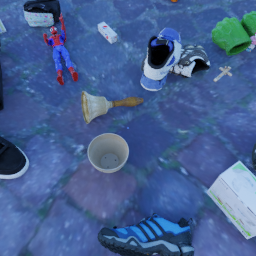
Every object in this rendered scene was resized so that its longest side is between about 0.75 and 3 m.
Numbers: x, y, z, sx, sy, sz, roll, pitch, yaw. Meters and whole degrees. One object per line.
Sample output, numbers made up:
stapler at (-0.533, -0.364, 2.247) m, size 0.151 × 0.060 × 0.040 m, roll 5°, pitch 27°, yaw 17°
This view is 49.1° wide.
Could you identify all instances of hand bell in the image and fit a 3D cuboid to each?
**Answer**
hand bell at (-0.398, -0.707, 8.338) m, size 1.827 × 0.951 × 0.951 m, roll -8°, pitch 59°, yaw -20°

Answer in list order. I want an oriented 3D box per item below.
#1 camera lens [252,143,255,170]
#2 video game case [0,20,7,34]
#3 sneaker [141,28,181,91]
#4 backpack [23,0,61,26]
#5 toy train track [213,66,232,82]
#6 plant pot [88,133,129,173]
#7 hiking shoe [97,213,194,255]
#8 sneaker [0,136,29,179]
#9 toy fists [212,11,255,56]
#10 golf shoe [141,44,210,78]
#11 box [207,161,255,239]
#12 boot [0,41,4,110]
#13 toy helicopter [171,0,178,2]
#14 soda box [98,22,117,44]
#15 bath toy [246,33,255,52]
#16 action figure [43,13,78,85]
camera lens at (4.026, 0.735, 7.122) m, size 1.451 × 1.161 × 1.161 m, roll 14°, pitch 60°, yaw 7°
video game case at (-4.966, -3.689, 10.360) m, size 0.718 × 0.087 × 0.788 m, roll -27°, pitch 62°, yaw -15°
sneaker at (1.033, -2.154, 7.727) m, size 0.860 × 1.229 × 2.129 m, roll 21°, pitch 62°, yaw 7°
backpack at (-3.151, -4.211, 10.249) m, size 1.283 × 0.812 × 1.070 m, roll -4°, pitch 47°, yaw -3°
toy train track at (3.119, -1.799, 9.215) m, size 0.843 × 0.137 × 0.484 m, roll -40°, pitch 67°, yaw -20°
plant pot at (-0.505, 0.758, 7.375) m, size 1.039 × 0.697 × 1.039 m, roll 0°, pitch 59°, yaw -1°
hiking shoe at (0.405, 2.433, 6.423) m, size 2.182 × 0.812 × 0.946 m, roll 10°, pitch 52°, yaw -6°
sneaker at (-3.912, 0.296, 7.162) m, size 2.725 × 1.524 × 0.995 m, roll 26°, pitch 63°, yaw 14°
toy fists at (4.046, -3.324, 9.739) m, size 2.424 × 0.833 × 1.235 m, roll -19°, pitch 69°, yaw -13°
golf shoe at (1.537, -2.057, 8.875) m, size 2.236 × 0.869 × 1.056 m, roll -14°, pitch 50°, yaw -7°
box at (2.665, 1.695, 6.491) m, size 0.693 × 1.264 × 1.433 m, roll -31°, pitch 63°, yaw -17°
boot at (-4.978, -1.594, 8.774) m, size 2.152 × 0.857 × 2.611 m, roll -15°, pitch 71°, yaw 7°
toy helicopter at (1.914, -5.543, 11.347) m, size 0.727 × 0.434 × 1.099 m, roll 31°, pitch 53°, yaw 27°
soda box at (-0.735, -3.433, 10.083) m, size 0.279 × 0.299 × 0.877 m, roll -32°, pitch 64°, yaw -17°
bath toy at (4.270, -2.982, 9.548) m, size 0.335 × 0.772 × 0.285 m, roll 26°, pitch 61°, yaw 0°
action figure at (-2.290, -2.733, 9.204) m, size 0.797 × 1.209 × 2.442 m, roll -16°, pitch 58°, yaw -10°
